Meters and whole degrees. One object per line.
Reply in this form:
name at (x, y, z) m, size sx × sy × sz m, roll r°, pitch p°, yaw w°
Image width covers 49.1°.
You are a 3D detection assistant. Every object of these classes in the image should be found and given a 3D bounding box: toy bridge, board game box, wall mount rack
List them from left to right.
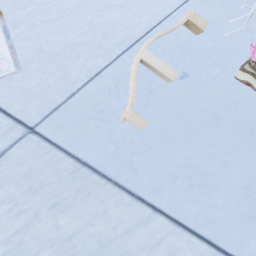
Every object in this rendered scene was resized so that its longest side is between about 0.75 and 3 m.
board game box at (-3.119, -1.675, 6.043) m, size 1.377 × 1.380 × 0.284 m, roll -16°, pitch 5°, yaw 16°
toy bridge at (0.549, -1.201, 5.454) m, size 0.866 × 0.351 × 2.577 m, roll 33°, pitch 86°, yaw -15°
wall mount rack at (3.362, -3.279, 8.158) m, size 0.509 × 1.365 × 1.186 m, roll 28°, pitch 86°, yaw 12°

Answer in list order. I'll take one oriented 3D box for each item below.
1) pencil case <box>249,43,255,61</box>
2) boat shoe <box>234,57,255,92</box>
pencil case at (2.761, -0.981, 4.154) m, size 1.803 × 0.746 × 0.780 m, roll 37°, pitch 43°, yaw 21°
boat shoe at (3.161, -1.062, 6.155) m, size 0.746 × 0.747 × 2.020 m, roll 14°, pitch 25°, yaw -29°
